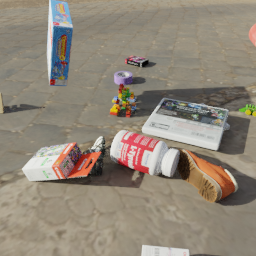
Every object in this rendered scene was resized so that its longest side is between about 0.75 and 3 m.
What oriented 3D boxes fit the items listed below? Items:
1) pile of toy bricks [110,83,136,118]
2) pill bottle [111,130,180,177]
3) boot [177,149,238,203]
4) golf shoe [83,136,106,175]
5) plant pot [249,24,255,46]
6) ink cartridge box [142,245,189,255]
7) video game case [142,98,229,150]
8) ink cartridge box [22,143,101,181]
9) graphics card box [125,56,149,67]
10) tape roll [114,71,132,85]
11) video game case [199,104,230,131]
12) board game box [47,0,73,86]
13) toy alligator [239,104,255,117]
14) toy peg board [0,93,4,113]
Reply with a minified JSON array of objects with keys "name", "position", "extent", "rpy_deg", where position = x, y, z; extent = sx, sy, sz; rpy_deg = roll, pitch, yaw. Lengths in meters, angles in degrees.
[{"name":"pile of toy bricks","position":[-0.141,-1.426,12.966],"extent":[1.174,1.044,2.116],"rpy_deg":[8,35,11]},{"name":"pill bottle","position":[0.581,0.886,9.393],"extent":[2.112,1.185,1.185],"rpy_deg":[16,37,22]},{"name":"boot","position":[2.478,1.416,9.074],"extent":[1.192,0.834,2.224],"rpy_deg":[-9,38,-28]},{"name":"golf shoe","position":[-1.227,0.872,9.865],"extent":[0.858,0.706,1.816],"rpy_deg":[2,33,3]},{"name":"plant pot","position":[9.737,-6.530,20.162],"extent":[1.758,1.758,1.556],"rpy_deg":[5,45,7]},{"name":"ink cartridge box","position":[0.820,3.226,6.265],"extent":[1.065,0.777,0.781],"rpy_deg":[4,34,5]},{"name":"video game case","position":[2.420,-0.279,11.456],"extent":[2.935,0.343,2.669],"rpy_deg":[13,37,20]},{"name":"ink cartridge box","position":[-2.135,1.056,9.074],"extent":[2.269,0.571,1.236],"rpy_deg":[-9,29,25]},{"name":"graphics card box","position":[0.564,-4.237,17.807],"extent":[1.313,0.334,0.824],"rpy_deg":[22,39,28]},{"name":"tape roll","position":[-0.256,-2.785,15.560],"extent":[0.999,0.424,0.999],"rpy_deg":[0,33,0]},{"name":"video game case","position":[2.837,-0.339,12.051],"extent":[2.223,0.263,2.023],"rpy_deg":[-11,35,-17]},{"name":"board game box","position":[-2.783,-3.397,11.200],"extent":[0.703,2.464,2.516],"rpy_deg":[1,43,-19]},{"name":"toy alligator","position":[5.834,-0.781,12.560],"extent":[1.582,0.429,0.469],"rpy_deg":[16,37,22]},{"name":"toy peg board","position":[-6.099,-1.205,12.836],"extent":[0.929,0.933,0.456],"rpy_deg":[3,19,5]}]
